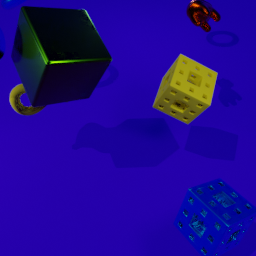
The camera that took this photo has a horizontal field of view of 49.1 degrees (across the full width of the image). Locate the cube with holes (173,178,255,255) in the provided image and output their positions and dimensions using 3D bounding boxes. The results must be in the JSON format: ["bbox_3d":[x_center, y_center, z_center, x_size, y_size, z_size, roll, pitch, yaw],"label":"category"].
[{"bbox_3d":[1.539,1.596,4.992,0.891,0.891,0.891,-7,35,-35],"label":"cube with holes"}]

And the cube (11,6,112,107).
[{"bbox_3d":[-1.312,-1.345,5.356,1.283,1.283,1.283,-15,69,-37],"label":"cube"}]

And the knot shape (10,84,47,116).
[{"bbox_3d":[-2.032,-0.748,6.477,1.332,1.423,0.658,-22,92,-13],"label":"knot shape"}]

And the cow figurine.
[{"bbox_3d":[1.703,-2.837,6.720,1.129,0.620,1.111,-3,55,-47],"label":"cow figurine"}]

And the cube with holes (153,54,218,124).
[{"bbox_3d":[1.238,-0.824,6.140,0.916,0.916,0.916,25,60,-7],"label":"cube with holes"}]

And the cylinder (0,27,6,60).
[{"bbox_3d":[-2.832,-1.610,5.209,0.757,0.757,0.757,3,54,10],"label":"cylinder"}]

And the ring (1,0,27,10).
[{"bbox_3d":[-2.644,-3.465,7.189,1.360,0.272,1.360,-25,28,14],"label":"ring"}]
